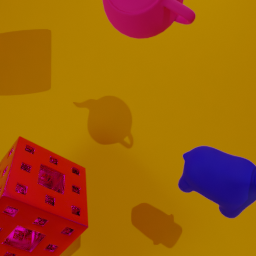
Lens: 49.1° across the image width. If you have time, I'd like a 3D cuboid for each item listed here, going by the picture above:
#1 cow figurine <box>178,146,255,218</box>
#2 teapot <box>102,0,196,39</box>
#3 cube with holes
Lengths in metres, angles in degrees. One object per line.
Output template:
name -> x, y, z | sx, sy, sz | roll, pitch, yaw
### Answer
cow figurine -> 1.401, 0.602, 3.541 | 1.477, 1.453, 0.811 | 26, 60, 14
teapot -> 0.108, -1.885, 3.788 | 1.864, 0.913, 1.159 | 35, 99, 13
cube with holes -> -1.557, 1.220, 4.468 | 1.291, 1.291, 1.291 | 32, 112, -27
